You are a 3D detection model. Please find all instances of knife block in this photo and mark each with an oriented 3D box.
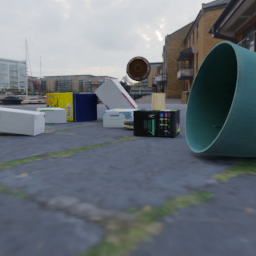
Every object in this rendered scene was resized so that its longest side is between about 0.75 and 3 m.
[{"bbox_3d":[1.684,-1.508,15.506,0.739,2.028,2.310,0,6,7],"label":"knife block"}]

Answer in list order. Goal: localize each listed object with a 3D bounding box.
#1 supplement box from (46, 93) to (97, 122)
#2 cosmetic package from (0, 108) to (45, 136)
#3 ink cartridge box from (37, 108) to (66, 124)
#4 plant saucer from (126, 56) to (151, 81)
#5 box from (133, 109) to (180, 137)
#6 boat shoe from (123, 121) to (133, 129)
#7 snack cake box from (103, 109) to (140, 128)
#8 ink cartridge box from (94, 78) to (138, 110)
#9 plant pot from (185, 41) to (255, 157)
[{"bbox_3d":[-3.016,-1.150,14.851,2.632,1.442,1.433,5,8,42],"label":"supplement box"},{"bbox_3d":[-3.709,-0.237,9.056,1.799,0.730,1.015,8,6,3],"label":"cosmetic package"},{"bbox_3d":[-3.677,-0.602,13.359,1.152,0.668,1.591,-3,8,-24],"label":"ink cartridge box"},{"bbox_3d":[0.398,-2.319,10.935,0.985,0.985,0.158,1,4,9],"label":"plant saucer"},{"bbox_3d":[0.924,-0.176,8.853,1.319,0.820,0.980,1,6,18],"label":"box"},{"bbox_3d":[0.754,-0.252,10.462,1.897,0.615,0.694,-1,6,-7],"label":"boat shoe"},{"bbox_3d":[-0.214,-0.443,11.885,1.176,0.687,2.045,0,7,11],"label":"snack cake box"},{"bbox_3d":[-0.542,-1.488,14.880,1.125,1.993,2.715,-39,1,7],"label":"ink cartridge box"},{"bbox_3d":[2.377,-0.399,5.576,1.758,2.191,2.191,13,5,-8],"label":"plant pot"}]
